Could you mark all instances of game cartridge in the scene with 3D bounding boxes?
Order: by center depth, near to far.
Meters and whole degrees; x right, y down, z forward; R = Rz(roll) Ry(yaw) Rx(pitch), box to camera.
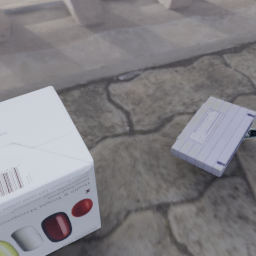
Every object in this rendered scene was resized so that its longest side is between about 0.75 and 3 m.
[{"bbox_3d":[2.375,0.137,7.746,1.494,0.442,2.305,23,57,33],"label":"game cartridge"}]

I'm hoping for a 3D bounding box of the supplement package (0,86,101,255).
[{"bbox_3d":[-2.263,1.243,5.739,2.797,2.925,2.151,-22,56,-18],"label":"supplement package"}]

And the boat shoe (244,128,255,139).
[{"bbox_3d":[3.574,0.137,8.265,1.019,0.315,0.371,1,78,28],"label":"boat shoe"}]
